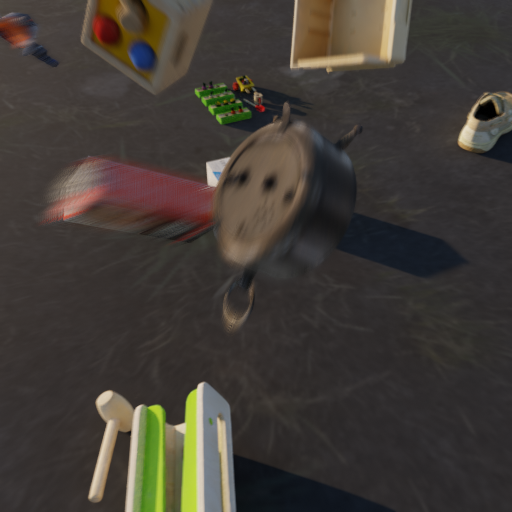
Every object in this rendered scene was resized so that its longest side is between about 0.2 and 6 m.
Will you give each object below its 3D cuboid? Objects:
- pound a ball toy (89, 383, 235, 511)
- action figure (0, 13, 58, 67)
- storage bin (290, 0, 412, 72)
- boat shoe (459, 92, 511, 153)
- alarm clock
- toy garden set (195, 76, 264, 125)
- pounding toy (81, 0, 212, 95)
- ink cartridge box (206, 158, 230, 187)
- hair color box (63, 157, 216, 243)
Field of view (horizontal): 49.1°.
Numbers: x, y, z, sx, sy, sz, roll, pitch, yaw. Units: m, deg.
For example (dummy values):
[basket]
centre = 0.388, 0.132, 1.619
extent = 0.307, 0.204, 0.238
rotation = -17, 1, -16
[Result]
[pound a ball toy]
centre = -0.965, 2.436, 5.989
extent = 1.492, 0.972, 2.288
rotation = -23, 41, 13
[action figure]
centre = -1.922, -1.865, 4.712
extent = 0.623, 0.326, 0.603
rotation = 29, 20, -25
[storage bin]
centre = 1.638, -4.272, 9.625
extent = 0.934, 1.992, 1.978
rotation = -5, 15, -36
[boat shoe]
centre = 5.059, -3.055, 11.965
extent = 0.867, 0.781, 2.403
rotation = 26, 48, 26
[alarm clock]
centre = 0.111, -0.320, 4.886
extent = 0.646, 1.940, 1.308
rotation = 18, 2, -42
[toy garden set]
centre = -0.494, -3.721, 13.032
extent = 1.396, 0.334, 1.674
rotation = -18, 45, -18
[pounding toy]
centre = -1.868, -3.803, 8.573
extent = 1.780, 1.934, 1.375
rotation = 35, 48, 1
[ink cartridge box]
centre = -0.366, -1.364, 10.200
extent = 0.898, 0.650, 0.661
rotation = -16, 44, -16
[hair color box]
centre = -1.164, -0.541, 5.855
extent = 1.464, 0.743, 0.448
rotation = 10, 69, -32
